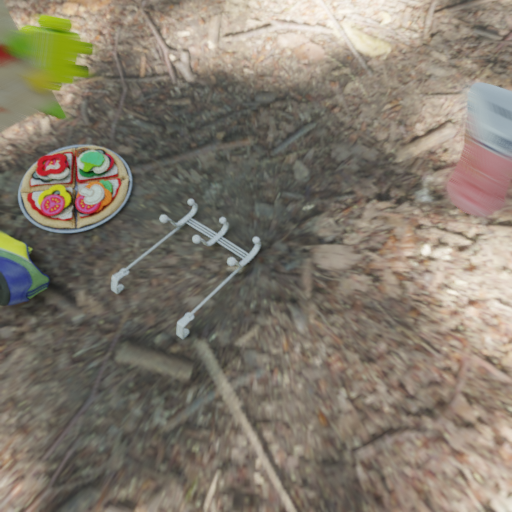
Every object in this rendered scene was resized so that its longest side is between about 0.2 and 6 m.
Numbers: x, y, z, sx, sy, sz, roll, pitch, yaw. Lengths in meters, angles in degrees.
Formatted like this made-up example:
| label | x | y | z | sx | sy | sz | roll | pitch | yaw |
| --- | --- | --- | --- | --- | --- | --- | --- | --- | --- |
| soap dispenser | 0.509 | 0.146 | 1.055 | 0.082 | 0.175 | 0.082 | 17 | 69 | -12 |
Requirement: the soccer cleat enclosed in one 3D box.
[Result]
| label | x | y | z | sx | sy | sz | roll | pitch | yaw |
| --- | --- | --- | --- | --- | --- | --- | --- | --- | --- |
| soccer cleat | -4.343 | -0.112 | 9.215 | 1.065 | 0.823 | 2.547 | -16 | 49 | -46 |

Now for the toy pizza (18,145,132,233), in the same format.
| label | x | y | z | sx | sy | sz | roll | pitch | yaw |
| --- | --- | --- | --- | --- | --- | --- | --- | --- | --- |
| toy pizza | -3.271 | -1.297 | 10.082 | 2.032 | 0.322 | 2.032 | 0 | 58 | 0 |

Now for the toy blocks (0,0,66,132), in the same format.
| label | x | y | z | sx | sy | sz | roll | pitch | yaw |
| --- | --- | --- | --- | --- | --- | --- | --- | --- | --- |
| toy blocks | -3.249 | -2.162 | 6.631 | 1.169 | 1.711 | 0.855 | -39 | 34 | -26 |

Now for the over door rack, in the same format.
| label | x | y | z | sx | sy | sz | roll | pitch | yaw |
| --- | --- | --- | --- | --- | --- | --- | --- | --- | --- |
| over door rack | -1.110 | 0.081 | 9.007 | 1.535 | 0.692 | 2.078 | 32 | 63 | 19 |

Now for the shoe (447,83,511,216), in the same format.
| label | x | y | z | sx | sy | sz | roll | pitch | yaw |
| --- | --- | --- | --- | --- | --- | --- | --- | --- | --- |
| shoe | 2.996 | -1.443 | 7.309 | 0.865 | 1.101 | 2.421 | 21 | 35 | 8 |

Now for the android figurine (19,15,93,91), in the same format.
| label | x | y | z | sx | sy | sz | roll | pitch | yaw |
| --- | --- | --- | --- | --- | --- | --- | --- | --- | --- |
| android figurine | -3.097 | -2.988 | 8.334 | 1.243 | 1.132 | 0.255 | -6 | 45 | -35 |
